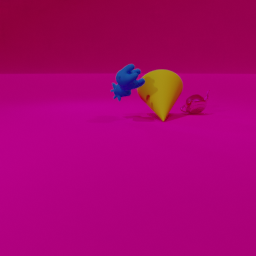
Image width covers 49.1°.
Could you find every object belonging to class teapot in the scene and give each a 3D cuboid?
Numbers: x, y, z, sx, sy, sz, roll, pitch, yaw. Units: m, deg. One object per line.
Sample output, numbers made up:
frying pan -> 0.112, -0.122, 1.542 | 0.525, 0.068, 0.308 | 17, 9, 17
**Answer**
teapot -> 2.303, -0.860, 9.494 | 1.179, 0.577, 0.733 | -30, -34, 24

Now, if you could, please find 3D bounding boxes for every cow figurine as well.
cow figurine -> -0.117, -1.294, 8.167 | 1.174, 0.655, 1.193 | -26, -15, 18

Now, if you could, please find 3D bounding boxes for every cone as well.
cone -> 1.038, -0.749, 8.645 | 1.486, 1.486, 1.492 | 0, 47, 1
